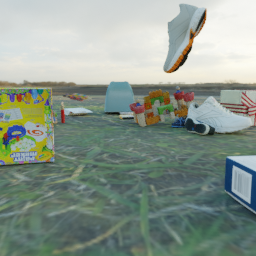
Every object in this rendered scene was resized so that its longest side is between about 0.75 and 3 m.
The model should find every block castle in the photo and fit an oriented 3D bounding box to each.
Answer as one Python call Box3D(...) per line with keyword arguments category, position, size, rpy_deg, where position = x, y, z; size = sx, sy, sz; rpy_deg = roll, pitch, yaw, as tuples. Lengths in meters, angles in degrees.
Box3D(category="block castle", position=(1.505, -1.063, 12.781), size=(2.732, 1.282, 1.825), rpy_deg=(-14, 11, -5))

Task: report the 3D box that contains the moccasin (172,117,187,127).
Box3D(category="moccasin", position=(2.278, -0.271, 12.121), size=(0.502, 0.425, 1.247), rpy_deg=(7, 11, 39))

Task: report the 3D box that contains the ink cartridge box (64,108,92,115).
Box3D(category="ink cartridge box", position=(-2.996, -0.914, 16.883), size=(1.250, 0.369, 1.561), rpy_deg=(-5, 16, -33))

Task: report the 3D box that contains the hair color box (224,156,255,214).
Box3D(category="hair color box", position=(2.682, 0.811, 4.275), size=(2.070, 0.626, 1.035), rpy_deg=(-1, 9, -8))

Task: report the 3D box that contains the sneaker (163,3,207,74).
Box3D(category="sneaker", position=(1.747, -3.154, 9.881), size=(1.137, 2.472, 0.936), rpy_deg=(31, 11, 20))

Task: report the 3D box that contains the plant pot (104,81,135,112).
Box3D(category="plant pot", position=(-0.569, -1.978, 17.880), size=(1.902, 1.937, 1.897), rpy_deg=(-1, 4, -5))

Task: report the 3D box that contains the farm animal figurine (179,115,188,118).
Box3D(category="farm animal figurine", position=(3.102, -0.531, 13.051), size=(1.312, 0.660, 1.059), rpy_deg=(-1, 9, -8))

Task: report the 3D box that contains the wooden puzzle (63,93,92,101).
Box3D(category="wooden puzzle", position=(-2.106, -1.305, 11.841), size=(1.197, 0.084, 0.710), rpy_deg=(13, 23, 16))

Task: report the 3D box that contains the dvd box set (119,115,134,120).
Box3D(category="dvd box set", position=(-0.057, -0.590, 15.180), size=(0.721, 0.145, 0.985), rpy_deg=(-2, 9, -13))

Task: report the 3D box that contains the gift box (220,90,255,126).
Box3D(category="gift box", position=(5.323, -1.079, 12.718), size=(1.788, 1.938, 1.809), rpy_deg=(-9, 13, -23))

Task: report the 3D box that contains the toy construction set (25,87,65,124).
Box3D(category="toy construction set", position=(-3.946, -0.992, 12.675), size=(2.204, 1.693, 1.838), rpy_deg=(-7, 11, -40))

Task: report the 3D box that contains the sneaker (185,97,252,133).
Box3D(category="sneaker", position=(3.384, -0.534, 10.807), size=(2.683, 1.333, 1.045), rpy_deg=(8, 11, 41))

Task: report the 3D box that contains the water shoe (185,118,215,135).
Box3D(category="water shoe", position=(2.661, 0.003, 10.463), size=(0.579, 0.525, 1.468), rpy_deg=(14, 10, -21))

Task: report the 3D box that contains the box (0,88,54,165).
Box3D(category="box", position=(-2.675, -0.086, 6.581), size=(1.774, 1.709, 1.082), rpy_deg=(-2, 8, -15))

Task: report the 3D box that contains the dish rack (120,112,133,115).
Box3D(category="dish rack", position=(-0.041, -0.859, 16.860), size=(0.699, 0.177, 0.815), rpy_deg=(5, 10, 35))
